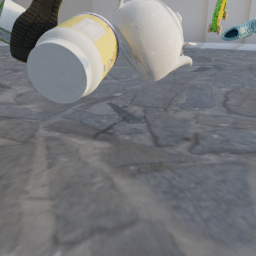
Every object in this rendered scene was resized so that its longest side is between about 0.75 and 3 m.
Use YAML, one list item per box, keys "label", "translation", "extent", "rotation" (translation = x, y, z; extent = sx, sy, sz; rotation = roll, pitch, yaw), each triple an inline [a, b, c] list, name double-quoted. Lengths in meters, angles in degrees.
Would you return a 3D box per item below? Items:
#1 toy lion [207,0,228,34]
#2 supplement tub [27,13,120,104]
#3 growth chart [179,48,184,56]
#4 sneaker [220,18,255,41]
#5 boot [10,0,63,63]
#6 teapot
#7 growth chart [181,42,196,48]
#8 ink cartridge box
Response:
- label: "toy lion"
  translation: [2.750, -3.513, 8.391]
  extent: [0.411, 1.149, 1.199]
  rotation: [19, 61, 17]
- label: "supplement tub"
  translation: [-1.160, -1.632, 6.396]
  extent: [1.545, 1.545, 2.125]
  rotation: [5, 35, 13]
- label: "growth chart"
  translation: [1.622, -3.206, 11.555]
  extent: [1.341, 1.853, 0.164]
  rotation: [-19, 62, 11]
- label: "sneaker"
  translation: [1.994, -1.679, 4.861]
  extent: [0.750, 0.277, 0.307]
  rotation: [-19, 15, 22]
- label: "boot"
  translation: [-2.723, -3.005, 8.783]
  extent: [1.105, 2.854, 1.974]
  rotation: [25, -18, -12]
- label: "teapot"
  translation: [0.675, -2.604, 7.652]
  extent: [1.760, 2.378, 2.410]
  rotation: [-37, -8, 0]
- label: "growth chart"
  translation: [1.717, -3.083, 10.664]
  extent: [1.629, 0.144, 1.178]
  rotation: [-3, 13, 20]
- label: "ink cartridge box"
  translation: [-3.504, -3.391, 10.145]
  extent: [2.430, 1.262, 0.721]
  rotation: [22, -30, -38]
